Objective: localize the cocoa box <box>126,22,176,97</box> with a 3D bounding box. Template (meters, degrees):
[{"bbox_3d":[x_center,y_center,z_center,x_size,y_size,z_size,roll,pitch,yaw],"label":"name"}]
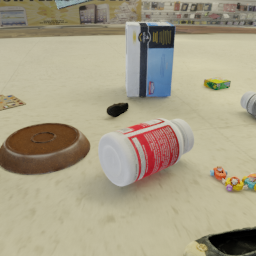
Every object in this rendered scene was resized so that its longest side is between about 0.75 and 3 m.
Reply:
[{"bbox_3d":[0.842,-2.883,11.630,1.850,2.819,1.880,-1,25,-2],"label":"cocoa box"}]

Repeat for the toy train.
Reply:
[{"bbox_3d":[2.406,1.038,6.147,1.083,0.301,0.813,2,25,5],"label":"toy train"}]

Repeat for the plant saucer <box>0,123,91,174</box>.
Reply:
[{"bbox_3d":[-2.215,0.398,7.435,2.406,0.414,2.406,0,24,0],"label":"plant saucer"}]

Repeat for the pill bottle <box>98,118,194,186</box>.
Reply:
[{"bbox_3d":[0.479,0.443,6.400,2.092,1.174,1.174,-16,29,-33],"label":"pill bottle"}]

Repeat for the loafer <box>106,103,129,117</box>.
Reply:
[{"bbox_3d":[-0.421,-0.647,9.765,0.404,0.413,1.132,11,17,31],"label":"loafer"}]

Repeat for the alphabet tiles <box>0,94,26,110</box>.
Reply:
[{"bbox_3d":[-4.991,-0.992,10.856,1.452,0.066,1.737,-21,32,-37],"label":"alphabet tiles"}]

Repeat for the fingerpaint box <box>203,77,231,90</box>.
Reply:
[{"bbox_3d":[4.058,-2.032,12.775,0.923,0.338,0.770,-13,29,-28],"label":"fingerpaint box"}]

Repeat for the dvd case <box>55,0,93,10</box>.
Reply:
[{"bbox_3d":[-1.205,-3.360,6.578,1.172,0.856,0.129,-16,7,-4],"label":"dvd case"}]

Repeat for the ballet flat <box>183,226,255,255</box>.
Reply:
[{"bbox_3d":[1.753,1.732,4.325,1.952,0.555,0.649,-6,25,-14],"label":"ballet flat"}]

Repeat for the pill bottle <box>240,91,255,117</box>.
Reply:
[{"bbox_3d":[4.484,-0.728,9.376,0.811,0.811,1.393,-8,26,-16],"label":"pill bottle"}]
